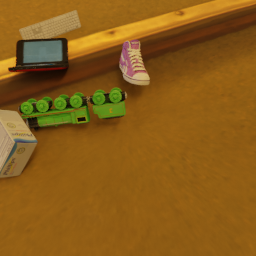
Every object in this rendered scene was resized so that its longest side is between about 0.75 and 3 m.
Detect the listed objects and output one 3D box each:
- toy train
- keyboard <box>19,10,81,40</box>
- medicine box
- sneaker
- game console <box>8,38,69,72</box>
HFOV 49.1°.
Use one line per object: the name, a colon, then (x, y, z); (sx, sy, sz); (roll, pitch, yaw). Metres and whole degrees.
toy train: (-1.409, -0.485, 7.312); (2.846, 0.803, 0.594); (-8, 17, 3)
keyboard: (-2.737, -3.589, 10.066); (2.218, 0.624, 0.118); (-30, 44, -22)
medicine box: (-2.833, 0.354, 6.558); (1.195, 1.088, 0.615); (46, 24, 28)
sneaker: (0.171, -1.967, 8.102); (0.647, 1.018, 1.786); (-5, 36, -22)
game console: (-2.758, -2.311, 8.727); (1.683, 0.999, 1.451); (-5, 15, -4)
